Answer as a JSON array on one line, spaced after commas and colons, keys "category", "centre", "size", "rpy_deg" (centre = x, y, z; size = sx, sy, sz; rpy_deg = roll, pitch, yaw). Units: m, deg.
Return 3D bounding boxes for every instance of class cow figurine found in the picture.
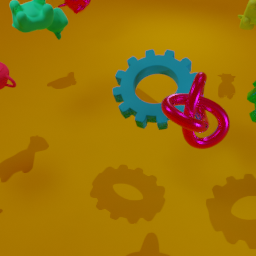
[{"category": "cow figurine", "centre": [4.155, -3.846, 9.389], "size": [0.691, 1.258, 1.238], "rpy_deg": [8, 44, 7]}, {"category": "cow figurine", "centre": [-2.076, -2.545, 6.626], "size": [1.330, 1.308, 0.730], "rpy_deg": [-29, 82, -20]}]

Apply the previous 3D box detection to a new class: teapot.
[{"category": "teapot", "centre": [-2.752, -1.017, 5.604], "size": [1.089, 0.533, 0.677], "rpy_deg": [15, 46, 5]}]

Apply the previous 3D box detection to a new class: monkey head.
[{"category": "monkey head", "centre": [-1.724, -4.369, 9.480], "size": [1.342, 0.809, 0.966], "rpy_deg": [-46, 21, 5]}]

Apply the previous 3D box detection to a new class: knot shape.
[{"category": "knot shape", "centre": [1.196, -0.200, 4.684], "size": [0.594, 1.203, 1.286], "rpy_deg": [-18, 23, 49]}]

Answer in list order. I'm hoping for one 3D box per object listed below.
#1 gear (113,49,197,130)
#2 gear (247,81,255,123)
[{"category": "gear", "centre": [0.611, -0.871, 6.101], "size": [1.840, 0.340, 1.840], "rpy_deg": [-4, 65, 8]}, {"category": "gear", "centre": [3.476, -0.300, 5.886], "size": [2.021, 0.374, 2.021], "rpy_deg": [9, 62, -18]}]
